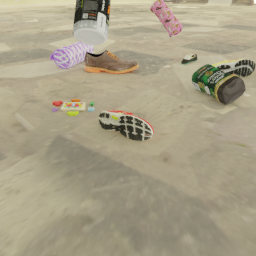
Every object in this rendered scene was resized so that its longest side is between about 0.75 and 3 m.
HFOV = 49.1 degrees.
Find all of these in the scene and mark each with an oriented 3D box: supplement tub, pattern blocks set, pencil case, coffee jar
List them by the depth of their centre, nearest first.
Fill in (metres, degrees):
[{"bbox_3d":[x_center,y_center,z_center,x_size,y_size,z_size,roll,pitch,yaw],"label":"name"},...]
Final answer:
[{"bbox_3d":[-1.004,-3.280,7.925,0.991,1.617,0.991,4,-10,1],"label":"supplement tub"},{"bbox_3d":[1.189,-3.434,8.748,0.501,0.524,1.210,-23,76,-48],"label":"pencil case"},{"bbox_3d":[-1.814,-0.721,9.312,1.390,0.113,1.222,-6,30,-12],"label":"pattern blocks set"},{"bbox_3d":[3.193,-1.577,9.979,0.997,0.815,1.911,-36,36,-5],"label":"coffee jar"},{"bbox_3d":[-2.636,-3.693,13.713,1.038,1.019,2.427,23,34,13],"label":"pencil case"}]

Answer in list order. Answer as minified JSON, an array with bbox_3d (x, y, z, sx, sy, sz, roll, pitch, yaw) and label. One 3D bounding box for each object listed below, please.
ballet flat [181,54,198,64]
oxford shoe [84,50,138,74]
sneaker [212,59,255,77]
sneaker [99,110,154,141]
[{"bbox_3d":[3.059,-3.486,14.009,1.148,0.393,0.390,-25,39,-37],"label":"ballet flat"},{"bbox_3d":[-0.758,-2.999,12.600,2.470,0.900,0.881,1,29,2],"label":"oxford shoe"},{"bbox_3d":[4.541,-2.682,12.194,1.976,0.772,0.892,-4,27,-6],"label":"sneaker"},{"bbox_3d":[0.016,-0.203,7.832,1.795,0.691,0.762,21,30,32],"label":"sneaker"}]
